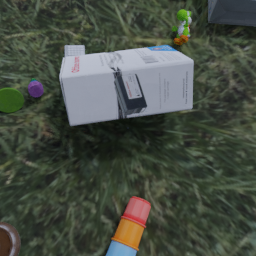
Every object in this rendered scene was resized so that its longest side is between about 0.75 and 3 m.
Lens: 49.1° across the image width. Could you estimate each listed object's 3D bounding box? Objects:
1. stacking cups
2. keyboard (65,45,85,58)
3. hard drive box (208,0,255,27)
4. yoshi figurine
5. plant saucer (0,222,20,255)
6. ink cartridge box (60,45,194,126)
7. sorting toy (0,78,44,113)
[{"bbox_3d":[-0.195,2.643,5.792,0.752,0.752,2.485,18,68,7],"label":"stacking cups"},{"bbox_3d":[-1.474,-1.502,7.873,0.571,0.108,2.029,-5,68,-2],"label":"keyboard"},{"bbox_3d":[3.602,-4.524,8.641,2.069,1.020,2.655,5,67,1],"label":"hard drive box"},{"bbox_3d":[1.554,-2.983,8.111,0.566,0.564,1.008,10,80,12],"label":"yoshi figurine"},{"bbox_3d":[-2.915,2.606,6.124,1.066,0.171,1.066,0,66,0],"label":"plant saucer"},{"bbox_3d":[-0.100,-1.102,6.597,2.726,1.148,1.971,-8,26,-5],"label":"ink cartridge box"},{"bbox_3d":[-3.314,-0.845,7.414,2.126,0.737,0.732,-23,46,-7],"label":"sorting toy"}]
